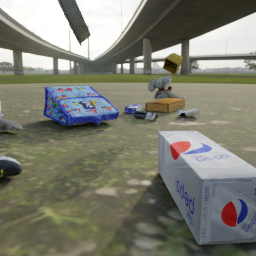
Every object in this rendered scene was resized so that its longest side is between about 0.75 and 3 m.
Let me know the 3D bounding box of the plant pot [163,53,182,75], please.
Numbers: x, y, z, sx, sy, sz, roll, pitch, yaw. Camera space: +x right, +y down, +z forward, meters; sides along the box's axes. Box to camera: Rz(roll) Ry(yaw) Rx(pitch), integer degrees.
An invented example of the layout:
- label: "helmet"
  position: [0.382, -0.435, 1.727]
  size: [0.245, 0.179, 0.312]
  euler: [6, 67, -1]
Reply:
- label: "plant pot"
  position: [2.346, -3.363, 14.286]
  size: [0.783, 0.778, 0.801]
  euler: [32, 61, 14]

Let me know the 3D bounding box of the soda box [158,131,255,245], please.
- label: "soda box"
  position: [1.110, 0.713, 4.495]
  size: [0.822, 0.884, 2.590]
  euler: [-1, 12, -5]

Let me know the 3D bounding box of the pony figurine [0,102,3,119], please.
- label: "pony figurine"
  position: [-4.669, -0.490, 7.739]
  size: [2.737, 2.279, 2.642]
  euler: [26, 48, 37]

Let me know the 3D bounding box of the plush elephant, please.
- label: "plush elephant"
  position: [2.288, -2.417, 17.618]
  size: [1.876, 1.764, 2.278]
  euler: [11, 16, 43]

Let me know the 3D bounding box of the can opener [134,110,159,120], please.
- label: "can opener"
  position: [0.760, -0.523, 12.219]
  size: [1.223, 0.322, 0.406]
  euler: [13, -18, 43]

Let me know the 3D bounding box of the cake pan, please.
- label: "cake pan"
  position: [-1.198, -2.528, 5.663]
  size: [0.320, 1.746, 1.746]
  euler: [-24, 12, 1]

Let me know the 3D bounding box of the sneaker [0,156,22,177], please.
- label: "sneaker"
  position: [-2.617, 0.857, 5.179]
  size: [1.239, 0.461, 0.524]
  euler: [2, 36, -21]

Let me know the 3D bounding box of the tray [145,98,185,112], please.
- label: "tray"
  position: [2.113, -1.307, 15.440]
  size: [1.309, 0.492, 2.654]
  euler: [6, 14, 28]

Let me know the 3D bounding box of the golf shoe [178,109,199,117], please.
- label: "golf shoe"
  position: [2.730, -0.622, 12.639]
  size: [0.969, 0.380, 0.471]
  euler: [-3, 28, 12]

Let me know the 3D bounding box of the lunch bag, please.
- label: "lunch bag"
  position: [-1.889, -0.706, 11.326]
  size: [2.153, 1.345, 2.859]
  euler: [-7, 25, -35]

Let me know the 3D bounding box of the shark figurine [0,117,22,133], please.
- label: "shark figurine"
  position: [-4.635, -0.208, 9.243]
  size: [2.037, 0.850, 1.217]
  euler: [-3, 10, -25]

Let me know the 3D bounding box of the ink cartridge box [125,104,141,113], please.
- label: "ink cartridge box"
  position: [0.255, -0.980, 14.296]
  size: [0.608, 0.286, 1.293]
  euler: [4, 12, 12]
